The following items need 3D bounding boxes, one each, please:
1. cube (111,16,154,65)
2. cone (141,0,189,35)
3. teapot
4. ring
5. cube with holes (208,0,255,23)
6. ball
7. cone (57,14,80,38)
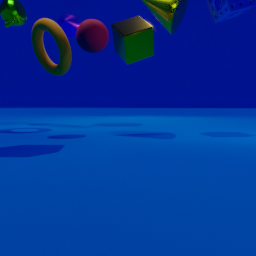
[{"bbox_3d":[0.201,-3.457,10.987,1.227,1.227,1.227,-23,48,-14],"label":"cube"},{"bbox_3d":[0.823,-3.362,7.527,1.289,1.284,1.284,25,11,13],"label":"cone"},{"bbox_3d":[-3.577,-3.561,8.601,0.683,1.396,0.868,-17,-36,13],"label":"teapot"},{"bbox_3d":[-2.305,-2.388,8.376,1.692,1.692,0.338,4,28,44],"label":"ring"},{"bbox_3d":[2.839,-3.541,7.797,0.799,0.799,0.799,-20,4,-12],"label":"cube with holes"},{"bbox_3d":[-0.866,-2.232,6.823,0.790,0.790,0.790,0,4,0],"label":"ball"},{"bbox_3d":[-2.475,-4.219,11.298,0.994,0.994,0.998,0,7,-5],"label":"cone"}]
